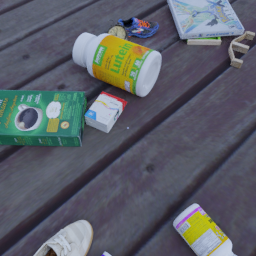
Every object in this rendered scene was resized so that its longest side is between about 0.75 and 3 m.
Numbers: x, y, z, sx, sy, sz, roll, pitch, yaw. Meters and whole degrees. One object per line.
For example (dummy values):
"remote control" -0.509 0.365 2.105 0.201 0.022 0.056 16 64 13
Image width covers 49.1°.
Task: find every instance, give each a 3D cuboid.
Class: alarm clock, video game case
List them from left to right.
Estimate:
"alarm clock" -0.468 -3.694 11.007 0.874 0.432 1.296 -26 82 13
"video game case" 3.173 -4.808 11.806 2.558 0.309 2.806 -6 55 -4

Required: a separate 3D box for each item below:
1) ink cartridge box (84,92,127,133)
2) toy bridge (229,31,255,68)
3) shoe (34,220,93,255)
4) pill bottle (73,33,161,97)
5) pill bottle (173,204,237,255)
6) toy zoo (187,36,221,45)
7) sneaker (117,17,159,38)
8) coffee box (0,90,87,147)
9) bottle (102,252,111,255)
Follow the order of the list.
"ink cartridge box" -0.677 -0.624 9.084 0.832 0.482 1.432 22 58 14
"toy bridge" 4.356 -3.159 10.952 0.700 0.284 2.084 23 58 16
"shoe" -1.751 3.137 6.380 0.886 0.677 2.535 33 62 21
"pill bottle" -0.421 -2.265 9.558 2.796 1.553 1.553 25 59 16
"pill bottle" 1.865 2.648 6.639 0.821 0.821 1.576 -31 62 -20
"toy zoo" 3.060 -4.217 11.721 1.337 0.209 2.038 2 56 1
"sneaker" 0.371 -4.095 11.333 1.822 0.714 0.686 -8 57 -5
"coffee box" -2.852 -0.336 8.784 2.961 0.651 1.821 0 55 0
"bottle" -0.758 3.393 6.396 0.466 0.364 1.116 30 61 20
